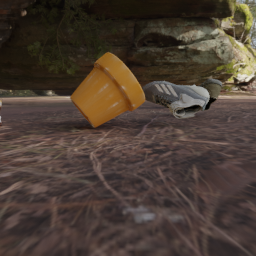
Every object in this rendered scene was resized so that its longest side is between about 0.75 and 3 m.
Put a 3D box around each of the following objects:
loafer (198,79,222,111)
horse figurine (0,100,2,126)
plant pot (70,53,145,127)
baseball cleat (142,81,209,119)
[{"bbox_3d":[2.989,-1.145,11.914,0.954,0.883,2.537,15,-25,-12],"label":"loafer"},{"bbox_3d":[-3.432,-0.151,6.631,1.299,0.861,0.324,-21,-27,15],"label":"horse figurine"},{"bbox_3d":[-0.737,-1.007,8.576,1.738,1.898,1.898,-40,17,-8],"label":"plant pot"},{"bbox_3d":[1.344,-0.940,9.116,2.418,0.843,1.287,4,43,32],"label":"baseball cleat"}]
